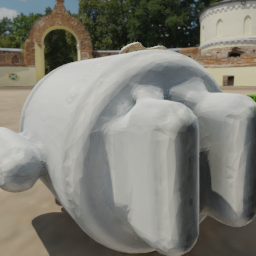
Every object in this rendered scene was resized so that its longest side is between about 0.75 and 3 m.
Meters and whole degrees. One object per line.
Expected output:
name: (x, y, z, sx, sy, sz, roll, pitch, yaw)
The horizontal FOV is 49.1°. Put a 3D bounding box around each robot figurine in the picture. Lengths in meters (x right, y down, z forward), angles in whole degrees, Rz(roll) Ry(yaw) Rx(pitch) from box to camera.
robot figurine: (-0.123, 0.084, 2.484, 2.091, 1.392, 2.466, -5, 10, -31)

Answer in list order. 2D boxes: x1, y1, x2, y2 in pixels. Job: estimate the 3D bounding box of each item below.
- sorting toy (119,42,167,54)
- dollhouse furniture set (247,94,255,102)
sorting toy: (1.010, -1.626, 9.066, 2.275, 2.527, 1.350, -39, 3, -35)
dollhouse furniture set: (4.376, -0.461, 7.496, 2.266, 0.875, 1.133, 1, 10, 4)
